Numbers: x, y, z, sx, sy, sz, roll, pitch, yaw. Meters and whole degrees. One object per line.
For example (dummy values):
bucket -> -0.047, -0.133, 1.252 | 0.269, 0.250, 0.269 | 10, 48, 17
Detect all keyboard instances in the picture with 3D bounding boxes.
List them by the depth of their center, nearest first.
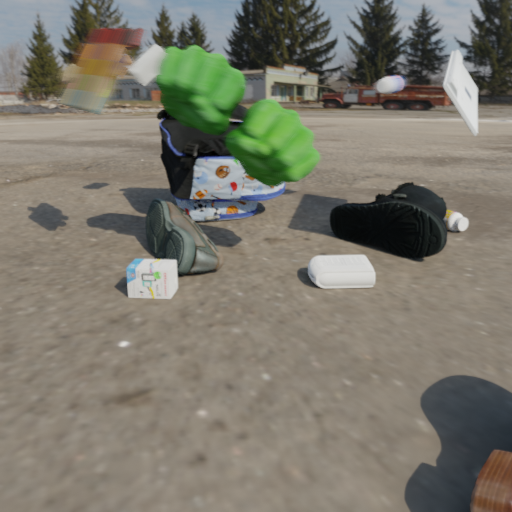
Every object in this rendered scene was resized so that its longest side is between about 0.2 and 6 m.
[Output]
keyboard -> 4.154, -3.369, 11.252 | 0.204, 1.077, 3.825 | -24, 17, 31

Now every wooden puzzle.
wooden puzzle -> -2.982, -3.479, 10.477 | 0.192, 1.617, 2.726 | 24, 1, -42

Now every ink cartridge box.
ink cartridge box -> -1.777, 0.392, 9.645 | 0.747, 0.548, 0.546 | 1, 18, 6

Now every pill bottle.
pill bottle -> 4.715, -0.866, 13.665 | 0.467, 0.467, 0.895 | -9, 20, -26
pill bottle -> 3.319, -4.242, 13.922 | 0.415, 0.415, 0.739 | 14, 27, 37

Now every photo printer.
photo printer -> 1.518, 0.282, 10.235 | 1.132, 0.393, 0.942 | -1, 19, -2

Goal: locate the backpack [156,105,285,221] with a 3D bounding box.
backpack -> -0.776, -2.448, 14.848 | 3.300, 2.669, 3.465 | -7, 39, -14

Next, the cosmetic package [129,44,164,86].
cosmetic package -> -2.727, -4.874, 14.313 | 0.947, 0.480, 0.337 | -44, 54, -3

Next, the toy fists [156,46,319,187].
toy fists -> -0.380, -2.481, 10.202 | 3.361, 1.156, 1.713 | 37, -19, -7

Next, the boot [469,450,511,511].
boot -> 3.541, 1.663, 4.227 | 2.983, 0.958, 2.780 | -2, 26, 42

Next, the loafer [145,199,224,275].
loafer -> -1.557, -0.343, 11.560 | 0.932, 1.064, 2.962 | 11, 19, -28

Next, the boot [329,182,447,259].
boot -> 3.548, -0.915, 12.625 | 2.562, 1.164, 3.049 | -18, 19, -34
